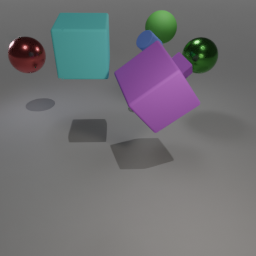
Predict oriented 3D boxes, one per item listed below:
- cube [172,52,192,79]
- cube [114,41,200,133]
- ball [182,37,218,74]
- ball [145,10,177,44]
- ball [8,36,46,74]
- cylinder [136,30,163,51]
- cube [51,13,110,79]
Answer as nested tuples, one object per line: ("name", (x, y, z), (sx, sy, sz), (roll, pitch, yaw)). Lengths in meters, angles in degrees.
("cube", (1.778, -2.083, 9.873), (0.700, 0.700, 0.700), (-40, 73, 3))
("cube", (0.724, -1.017, 7.121), (1.400, 1.400, 1.400), (-34, 47, 13))
("ball", (2.846, -2.864, 11.097), (1.400, 1.400, 1.400), (0, 29, 0))
("ball", (1.457, -4.446, 12.388), (1.400, 1.400, 1.400), (0, 29, 0))
("ball", (-3.937, -2.843, 10.946), (1.400, 1.400, 1.400), (0, 29, 0))
("cylinder", (0.769, -2.998, 10.001), (0.700, 0.700, 0.700), (30, 3, 43))
("cube", (-1.240, -2.299, 7.826), (1.400, 1.400, 1.400), (0, 39, -2))
